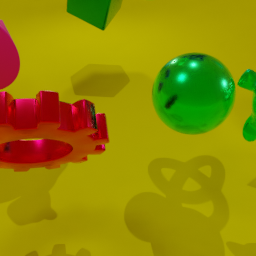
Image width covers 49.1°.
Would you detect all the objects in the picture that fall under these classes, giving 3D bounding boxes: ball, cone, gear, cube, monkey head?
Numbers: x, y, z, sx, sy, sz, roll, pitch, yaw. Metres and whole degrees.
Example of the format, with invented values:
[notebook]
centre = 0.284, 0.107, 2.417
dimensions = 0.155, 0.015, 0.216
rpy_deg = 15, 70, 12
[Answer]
[ball]
centre = 0.974, -0.509, 4.232
dimensions = 1.229, 1.229, 1.229
rpy_deg = 0, 39, 0
[cone]
centre = -2.837, -1.884, 5.727
dimensions = 1.637, 1.637, 1.643
rpy_deg = -1, 42, -1
[gear]
centre = -1.174, 0.141, 3.437
dimensions = 1.842, 1.842, 0.341
rpy_deg = -6, 69, -8
[cube]
centre = -0.935, -4.114, 8.519
dimensions = 1.342, 1.342, 1.342
rpy_deg = 27, 59, -1
[monkey head]
centre = 1.909, -0.407, 3.859
dimensions = 0.878, 1.220, 0.735
rpy_deg = 32, 46, 9
